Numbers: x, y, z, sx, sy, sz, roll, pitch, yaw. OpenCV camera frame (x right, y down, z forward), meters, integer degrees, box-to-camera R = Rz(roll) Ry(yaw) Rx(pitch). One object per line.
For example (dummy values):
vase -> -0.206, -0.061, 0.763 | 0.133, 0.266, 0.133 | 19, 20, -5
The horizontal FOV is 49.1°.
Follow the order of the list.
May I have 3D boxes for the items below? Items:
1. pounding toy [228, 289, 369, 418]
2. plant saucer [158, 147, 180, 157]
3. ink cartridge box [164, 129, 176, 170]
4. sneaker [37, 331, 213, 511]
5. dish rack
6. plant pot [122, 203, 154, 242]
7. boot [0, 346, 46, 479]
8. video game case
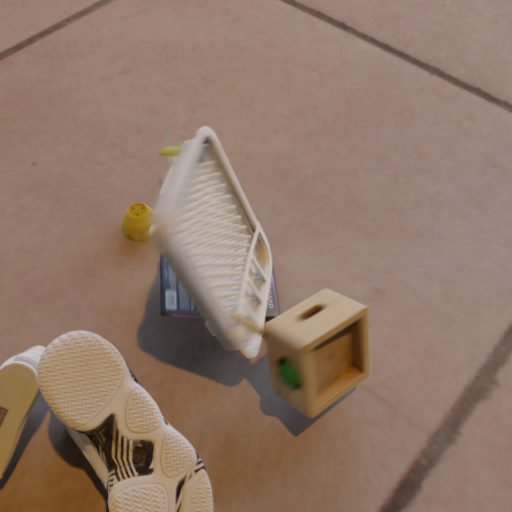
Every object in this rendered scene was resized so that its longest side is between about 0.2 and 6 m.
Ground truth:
pounding toy -> 0.688, 1.359, 8.474 | 1.697, 1.562, 1.206 | -26, 32, -32
plant saucer -> -1.255, -1.776, 9.649 | 0.624, 0.150, 0.625 | 11, 9, 36
ink cartridge box -> -1.526, -1.813, 10.711 | 0.323, 0.921, 1.133 | -5, 93, -13
sneaker -> -1.923, 2.646, 8.206 | 1.332, 2.037, 3.545 | -33, 96, -20
dish rack -> -0.649, -0.160, 8.709 | 0.668, 3.068, 2.633 | -10, 40, 20
plant pot -> -2.278, -0.724, 10.953 | 0.753, 0.535, 0.753 | 0, 56, 0
boot -> -3.832, 2.527, 8.528 | 0.891, 1.158, 2.423 | 32, 91, -5
video game case -> -0.664, 0.429, 10.046 | 2.091, 0.198, 1.494 | 4, 54, -17
